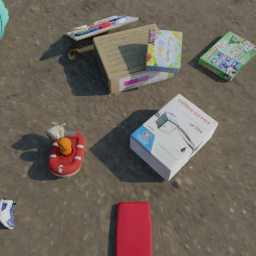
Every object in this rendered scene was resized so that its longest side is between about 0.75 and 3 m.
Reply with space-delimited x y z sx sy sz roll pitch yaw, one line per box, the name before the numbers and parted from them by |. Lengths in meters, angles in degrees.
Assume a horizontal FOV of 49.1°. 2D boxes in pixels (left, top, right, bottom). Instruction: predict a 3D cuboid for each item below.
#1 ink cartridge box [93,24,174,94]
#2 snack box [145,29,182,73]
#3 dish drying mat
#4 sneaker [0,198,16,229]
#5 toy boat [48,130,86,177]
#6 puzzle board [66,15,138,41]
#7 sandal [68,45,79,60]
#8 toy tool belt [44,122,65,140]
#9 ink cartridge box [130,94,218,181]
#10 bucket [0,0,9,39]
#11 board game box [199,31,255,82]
ink cartridge box | 0.243 -2.985 11.924 2.928 1.100 2.412 -16 63 -10
snack box | 1.388 -2.976 10.866 1.309 0.525 1.552 6 79 -1
dish drying mat | 0.174 3.698 8.501 1.104 0.262 2.874 0 60 1
sneaker | -3.861 2.648 9.008 0.617 0.432 1.069 -38 65 -18
toy boat | -2.154 0.757 9.684 1.160 1.162 1.778 3 57 2
puzzle board | -1.276 -4.673 12.791 2.947 0.256 2.221 -22 31 -13
sandal | -2.469 -3.360 12.664 0.462 0.311 1.151 -6 45 -10
toy tool belt | -2.524 0.079 9.931 0.625 1.001 0.615 45 71 -18
ink cartridge box | 1.611 0.280 10.026 2.568 1.103 1.880 -41 67 -20
bucket | -6.513 -4.883 12.587 2.064 2.064 1.343 2 60 1
board game box | 4.540 -3.258 12.542 1.624 0.351 2.414 39 67 21
